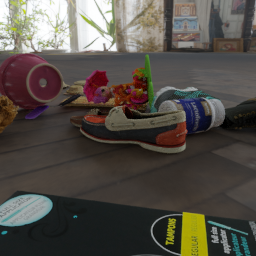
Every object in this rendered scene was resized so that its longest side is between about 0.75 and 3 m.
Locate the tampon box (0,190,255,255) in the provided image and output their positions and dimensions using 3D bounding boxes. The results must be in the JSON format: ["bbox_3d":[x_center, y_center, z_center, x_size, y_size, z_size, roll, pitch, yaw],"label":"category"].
[{"bbox_3d":[-0.131,1.279,1.562,1.865,1.178,1.398,4,18,11],"label":"tampon box"}]

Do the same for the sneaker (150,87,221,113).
[{"bbox_3d":[1.710,-0.636,7.922,2.606,1.011,1.189,-19,30,-41],"label":"sneaker"}]

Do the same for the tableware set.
[{"bbox_3d":[-2.734,-1.849,12.676,2.232,0.310,2.671,2,19,7],"label":"tableware set"}]

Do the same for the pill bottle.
[{"bbox_3d":[1.582,-0.304,6.955,1.507,0.872,0.872,-8,20,-23],"label":"pill bottle"}]

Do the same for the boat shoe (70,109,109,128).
[{"bbox_3d":[-0.867,-0.278,7.477,1.379,0.495,0.522,2,18,6],"label":"boat shoe"}]

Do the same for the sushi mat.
[{"bbox_3d":[-0.778,-0.923,9.964,2.964,0.179,1.418,3,17,9],"label":"sushi mat"}]

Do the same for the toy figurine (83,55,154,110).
[{"bbox_3d":[-0.326,-1.152,8.841,2.187,1.784,2.376,-6,38,3],"label":"toy figurine"}]

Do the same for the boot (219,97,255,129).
[{"bbox_3d":[3.346,-0.187,6.949,1.580,0.885,2.284,-14,11,-21],"label":"boot"}]

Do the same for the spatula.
[{"bbox_3d":[-2.305,-0.738,8.956,0.620,0.225,2.193,2,21,38],"label":"spatula"}]

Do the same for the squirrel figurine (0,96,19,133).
[{"bbox_3d":[-3.703,-0.262,6.602,2.031,1.438,1.896,14,7,-4],"label":"squirrel figurine"}]

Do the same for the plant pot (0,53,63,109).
[{"bbox_3d":[-2.916,-1.425,8.755,1.812,1.812,1.622,-15,19,-39],"label":"plant pot"}]

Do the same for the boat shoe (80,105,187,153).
[{"bbox_3d":[0.037,-0.100,6.357,2.682,0.839,0.954,9,25,30],"label":"boat shoe"}]
